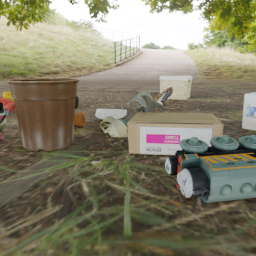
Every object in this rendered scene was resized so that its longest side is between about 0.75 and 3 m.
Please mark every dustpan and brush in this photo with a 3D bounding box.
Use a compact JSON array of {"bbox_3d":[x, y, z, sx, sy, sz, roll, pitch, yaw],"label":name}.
[{"bbox_3d":[-0.803,-0.484,11.424,1.339,0.549,1.918,2,6,6],"label":"dustpan and brush"}]

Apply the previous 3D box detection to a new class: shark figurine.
[{"bbox_3d":[0.640,-0.726,8.217,0.752,1.077,1.802,21,-12,19],"label":"shark figurine"}]

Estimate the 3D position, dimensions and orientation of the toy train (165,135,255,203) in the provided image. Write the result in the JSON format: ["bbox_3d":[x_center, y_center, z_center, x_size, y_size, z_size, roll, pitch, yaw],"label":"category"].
[{"bbox_3d":[1.817,0.717,4.877,2.230,0.950,1.271,-2,22,-9],"label":"toy train"}]

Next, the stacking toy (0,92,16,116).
[{"bbox_3d":[-5.332,-0.817,13.019,1.864,0.870,2.059,26,15,-3],"label":"stacking toy"}]

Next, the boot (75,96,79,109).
[{"bbox_3d":[-4.021,-1.569,14.548,1.999,1.006,2.673,-4,12,-40],"label":"boot"}]

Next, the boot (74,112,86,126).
[{"bbox_3d":[-2.256,-0.306,10.183,1.120,0.553,1.442,-8,13,-37],"label":"boot"}]

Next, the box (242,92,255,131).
[{"bbox_3d":[5.363,-0.494,9.374,1.398,1.259,2.485,-11,17,-38],"label":"box"}]

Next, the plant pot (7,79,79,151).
[{"bbox_3d":[-2.233,-0.412,7.707,1.857,1.838,1.857,0,13,0],"label":"plant pot"}]

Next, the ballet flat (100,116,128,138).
[{"bbox_3d":[-0.445,0.038,8.978,0.590,0.638,1.892,-33,17,-12],"label":"ballet flat"}]

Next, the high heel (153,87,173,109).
[{"bbox_3d":[1.478,-1.372,12.717,0.956,0.479,1.341,-54,20,-27],"label":"high heel"}]

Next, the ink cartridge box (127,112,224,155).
[{"bbox_3d":[1.238,0.102,7.544,2.282,0.857,1.880,2,12,10],"label":"ink cartridge box"}]

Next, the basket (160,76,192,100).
[{"bbox_3d":[3.330,-2.826,19.353,1.963,1.578,1.945,4,13,21],"label":"basket"}]

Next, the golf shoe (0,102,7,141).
[{"bbox_3d":[-4.161,-0.270,7.171,0.988,1.253,2.722,6,-1,8],"label":"golf shoe"}]
